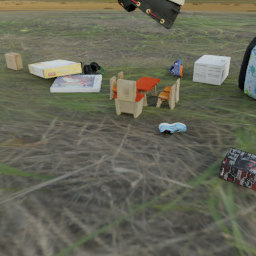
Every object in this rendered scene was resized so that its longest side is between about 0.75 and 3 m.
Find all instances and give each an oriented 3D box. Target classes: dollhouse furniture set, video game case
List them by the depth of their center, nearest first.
[{"bbox_3d":[0.435,-1.405,9.874,2.409,1.241,2.383,11,30,20],"label":"dollhouse furniture set"},{"bbox_3d":[-2.143,-1.923,11.956,1.967,0.226,1.792,-1,27,-2],"label":"video game case"}]

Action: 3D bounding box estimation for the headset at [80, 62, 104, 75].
[{"bbox_3d":[-1.815,-2.777,13.469,1.423,0.669,0.879,33,43,23],"label":"headset"}]

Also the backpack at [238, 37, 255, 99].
[{"bbox_3d":[5.373,-1.803,9.941,2.780,2.268,2.137,30,49,34],"label":"backpack"}]

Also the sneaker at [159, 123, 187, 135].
[{"bbox_3d":[1.318,0.076,8.190,0.805,0.316,0.362,-2,47,2],"label":"sneaker"}]

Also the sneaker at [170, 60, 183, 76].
[{"bbox_3d":[2.299,-2.911,13.507,0.606,0.582,1.544,-3,26,6],"label":"sneaker"}]

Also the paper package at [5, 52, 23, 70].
[{"bbox_3d":[-5.728,-3.358,14.089,0.813,0.775,0.421,20,34,32],"label":"paper package"}]

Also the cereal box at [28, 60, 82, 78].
[{"bbox_3d":[-3.438,-2.777,13.028,1.718,0.472,2.388,-17,25,-30],"label":"cereal box"}]

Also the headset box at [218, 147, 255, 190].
[{"bbox_3d":[2.735,0.940,6.301,1.122,0.421,0.834,17,32,29],"label":"headset box"}]

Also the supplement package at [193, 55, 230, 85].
[{"bbox_3d":[3.790,-2.652,12.624,1.233,0.878,1.583,14,32,26],"label":"supplement package"}]

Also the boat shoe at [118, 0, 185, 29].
[{"bbox_3d":[0.081,-3.719,7.799,2.916,0.914,1.067,29,26,6],"label":"boat shoe"}]
